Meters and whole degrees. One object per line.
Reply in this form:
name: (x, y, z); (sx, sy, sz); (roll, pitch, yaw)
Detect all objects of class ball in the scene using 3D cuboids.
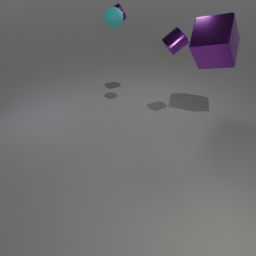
ball: (-0.536, -4.045, 10.228); (0.700, 0.700, 0.700); (0, 32, 0)

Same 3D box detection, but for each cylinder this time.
cylinder: (1.663, -3.066, 9.897); (0.700, 0.700, 0.700); (-38, 31, 12)
cylinder: (-0.510, -4.637, 11.556); (0.700, 0.700, 0.700); (-31, 34, 4)

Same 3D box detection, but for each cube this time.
cube: (3.248, -3.187, 10.438); (1.400, 1.400, 1.400); (4, 67, 32)
